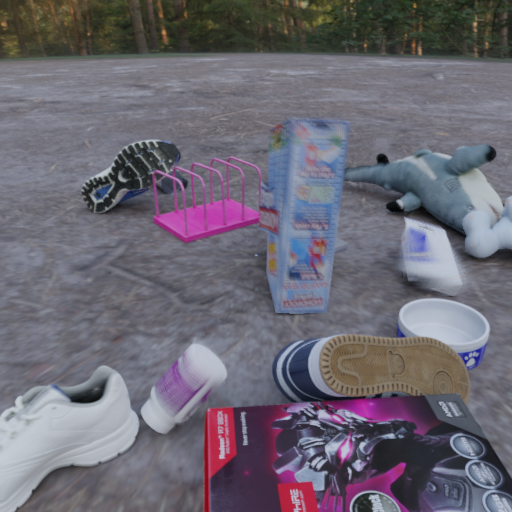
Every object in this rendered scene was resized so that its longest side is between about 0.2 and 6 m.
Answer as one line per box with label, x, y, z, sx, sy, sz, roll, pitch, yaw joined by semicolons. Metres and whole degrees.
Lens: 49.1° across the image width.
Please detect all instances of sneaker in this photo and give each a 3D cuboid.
sneaker;-2.378;1.883;5.800;2.374;1.034;0.884;-23;35;-38
sneaker;1.372;1.455;6.866;2.474;0.867;1.342;14;-22;-30
sneaker;-2.802;-1.929;12.881;2.630;1.033;1.172;-23;11;27

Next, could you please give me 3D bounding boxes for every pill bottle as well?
pill bottle;-0.852;1.542;6.448;0.559;0.995;0.559;42;7;-6

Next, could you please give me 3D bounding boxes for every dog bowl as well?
dog bowl;2.656;1.119;8.032;1.231;0.485;1.231;0;26;0

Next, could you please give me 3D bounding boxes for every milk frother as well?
milk frother;-2.251;-2.261;14.545;0.927;1.027;0.966;-12;28;-32

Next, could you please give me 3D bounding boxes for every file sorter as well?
file sorter;-1.050;-1.335;12.265;2.056;1.290;1.429;-18;30;-33

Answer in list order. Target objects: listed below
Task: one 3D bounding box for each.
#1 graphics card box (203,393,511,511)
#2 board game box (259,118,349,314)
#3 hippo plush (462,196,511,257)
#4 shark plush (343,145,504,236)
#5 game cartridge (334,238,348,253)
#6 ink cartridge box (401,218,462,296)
graphics card box;0.920;2.226;5.427;2.862;0.728;1.795;-1;25;-4
board game box;0.620;-0.637;9.505;0.916;2.968;2.970;1;6;-10
hippo plush;4.602;-0.346;10.687;1.213;1.508;1.201;-13;-20;18
shark plush;3.651;-1.665;12.816;4.270;1.940;1.779;30;69;34
game cartridge;1.376;-0.274;11.374;0.566;0.168;0.873;-14;29;-36
ink cartridge box;3.087;-0.028;10.058;0.850;0.333;1.796;17;36;-3
